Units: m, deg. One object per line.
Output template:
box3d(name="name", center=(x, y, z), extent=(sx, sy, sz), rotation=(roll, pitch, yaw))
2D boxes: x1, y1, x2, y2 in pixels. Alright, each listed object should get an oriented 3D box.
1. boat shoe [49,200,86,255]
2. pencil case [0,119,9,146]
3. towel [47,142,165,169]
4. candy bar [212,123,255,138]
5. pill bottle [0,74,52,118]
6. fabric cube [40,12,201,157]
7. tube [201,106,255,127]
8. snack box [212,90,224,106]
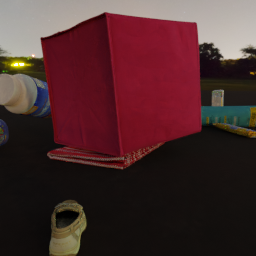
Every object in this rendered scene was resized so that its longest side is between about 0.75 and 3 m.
box3d(name="boat shoe", center=(-0.670, 1.008, 3.093), extent=(0.380, 0.328, 1.041), rotation=(-1, 10, -3))
box3d(name="pencil case", center=(-3.735, 0.239, 6.503), extent=(0.792, 0.712, 1.824), rotation=(-9, 5, 30))
box3d(name="towel", center=(-0.360, 0.406, 6.769), extent=(1.896, 0.295, 2.622), rotation=(4, 10, 25))
box3d(name="candy bar", center=(3.458, 0.047, 8.975), extent=(0.502, 0.223, 2.013), rotation=(4, 8, -15))
box3d(name="pill bottle", center=(-3.268, -1.035, 9.165), extent=(1.262, 1.262, 2.252), rotation=(4, -3, 20))
box3d(name="fabric cube", center=(-0.138, -1.012, 6.636), extent=(2.652, 2.610, 2.661), rotation=(-15, 15, -40))
box3d(name="tube", center=(3.823, -0.424, 10.084), extent=(2.784, 1.078, 0.702), rotation=(1, 54, 17))
box3d(name="snack box", center=(4.124, -1.111, 12.851), extent=(0.456, 1.225, 1.722), rotation=(3, 10, 21))
